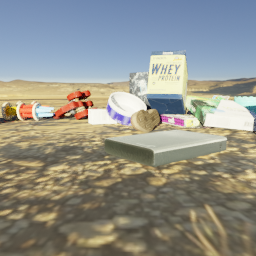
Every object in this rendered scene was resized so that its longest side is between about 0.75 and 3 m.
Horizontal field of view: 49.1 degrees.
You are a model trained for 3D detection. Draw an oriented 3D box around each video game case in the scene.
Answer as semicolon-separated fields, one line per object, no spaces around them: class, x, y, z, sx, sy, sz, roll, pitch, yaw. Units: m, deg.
video game case;2.626;-0.318;11.769;1.879;0.371;2.073;-1;7;-20

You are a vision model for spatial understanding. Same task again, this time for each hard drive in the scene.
hard drive;0.880;0.398;6.463;2.370;0.390;1.654;-6;10;-38

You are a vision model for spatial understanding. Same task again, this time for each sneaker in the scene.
sneaker;0.464;-0.197;10.310;0.885;0.825;2.343;-19;-3;24

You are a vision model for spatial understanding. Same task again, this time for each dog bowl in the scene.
dog bowl;-0.078;-0.826;11.862;1.625;0.640;1.625;15;34;-11

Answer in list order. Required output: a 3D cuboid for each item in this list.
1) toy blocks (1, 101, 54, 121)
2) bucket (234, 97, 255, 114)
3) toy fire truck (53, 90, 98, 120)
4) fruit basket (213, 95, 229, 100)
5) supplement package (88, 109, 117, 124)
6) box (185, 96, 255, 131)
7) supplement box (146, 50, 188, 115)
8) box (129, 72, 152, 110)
toy blocks;-4.661;-0.885;14.098;2.468;0.896;2.057;2;8;12
bucket;7.020;-1.279;16.314;1.672;1.088;1.672;1;8;0
toy fire truck;-2.742;-0.934;14.179;1.922;1.283;2.289;-25;-1;21
fruit basket;4.658;-1.199;15.087;0.692;1.368;1.477;33;0;-23
supplement package;-1.106;-0.514;12.311;1.148;0.629;0.653;-2;8;-21
box;3.618;-0.634;10.958;2.129;0.536;2.950;6;17;-4
supplement box;2.071;-2.188;14.152;1.660;2.470;2.473;3;-16;16
box;1.453;-2.148;17.245;2.554;2.512;1.500;7;9;42
